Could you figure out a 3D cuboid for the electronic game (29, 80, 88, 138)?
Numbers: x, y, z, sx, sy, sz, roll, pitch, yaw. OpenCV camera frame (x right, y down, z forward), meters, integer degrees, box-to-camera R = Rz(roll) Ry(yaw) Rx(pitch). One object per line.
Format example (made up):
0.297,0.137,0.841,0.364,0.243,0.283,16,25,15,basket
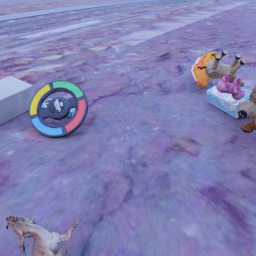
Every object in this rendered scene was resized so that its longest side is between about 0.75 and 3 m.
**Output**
-1.887,-0.537,7.566,1.647,0.343,1.647,-2,72,7,electronic game

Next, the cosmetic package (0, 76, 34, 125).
-3.810,-0.726,8.131,1.066,0.900,1.995,25,40,22,cosmetic package

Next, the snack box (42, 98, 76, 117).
-2.091,-0.640,8.691,1.129,0.210,0.656,9,32,15,snack box

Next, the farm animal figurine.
3.350,-0.937,7.428,2.467,1.301,2.495,-20,70,-16,farm animal figurine

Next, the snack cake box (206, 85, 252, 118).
3.173,-0.915,8.634,0.798,0.466,1.388,-26,33,-11,snack cake box

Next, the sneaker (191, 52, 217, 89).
2.855,-2.200,10.163,0.869,0.822,2.252,-22,27,37,sneaker

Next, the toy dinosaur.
-1.180,1.805,3.935,0.918,1.355,0.582,-8,-2,11,toy dinosaur
